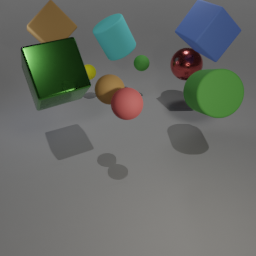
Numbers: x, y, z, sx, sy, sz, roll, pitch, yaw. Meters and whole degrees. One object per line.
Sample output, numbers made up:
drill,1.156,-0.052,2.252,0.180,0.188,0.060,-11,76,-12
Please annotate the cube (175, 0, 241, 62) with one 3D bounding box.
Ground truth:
cube,2.873,-3.516,10.151,1.400,1.400,1.400,26,18,-38

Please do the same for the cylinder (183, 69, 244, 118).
cylinder,2.562,-1.088,8.572,1.400,1.400,1.400,-3,11,-5

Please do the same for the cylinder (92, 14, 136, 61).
cylinder,-0.563,-3.831,11.853,1.400,1.400,1.400,-20,39,17

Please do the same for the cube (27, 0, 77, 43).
cube,-3.164,-4.124,11.565,1.400,1.400,1.400,-49,24,-4

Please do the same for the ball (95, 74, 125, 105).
ball,-0.424,-0.896,6.528,0.700,0.700,0.700,0,32,0

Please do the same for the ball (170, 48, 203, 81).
ball,2.553,-2.783,12.238,1.400,1.400,1.400,0,32,0

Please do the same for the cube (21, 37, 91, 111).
cube,-2.007,-1.439,7.682,1.400,1.400,1.400,-19,-1,-21

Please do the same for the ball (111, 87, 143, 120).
ball,-0.022,-0.522,6.046,0.700,0.700,0.700,0,32,0

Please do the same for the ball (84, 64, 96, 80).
ball,-1.804,-2.546,12.778,0.700,0.700,0.700,0,32,0

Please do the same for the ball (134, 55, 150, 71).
ball,0.599,-2.860,12.355,0.700,0.700,0.700,0,32,0
